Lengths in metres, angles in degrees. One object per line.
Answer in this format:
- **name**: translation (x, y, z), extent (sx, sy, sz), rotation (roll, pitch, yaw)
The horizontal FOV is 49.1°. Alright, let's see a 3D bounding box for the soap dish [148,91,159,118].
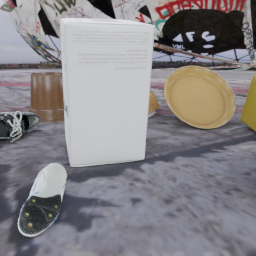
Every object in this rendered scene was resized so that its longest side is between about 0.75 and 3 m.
- **soap dish**: translation (-0.022, -0.845, 10.391), extent (1.761, 0.909, 2.238), rotation (7, 17, 25)

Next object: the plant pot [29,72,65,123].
- **plant pot**: translation (-2.834, -1.176, 10.224), extent (1.667, 1.651, 1.667), rotation (0, 14, 0)

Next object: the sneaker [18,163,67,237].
- **sneaker**: translation (-1.237, 1.062, 4.107), extent (0.504, 0.508, 1.401), rotation (28, 23, -11)

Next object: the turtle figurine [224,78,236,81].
- **turtle figurine**: translation (2.650, -1.230, 10.562), extent (1.879, 1.937, 1.394), rotation (39, -11, 26)

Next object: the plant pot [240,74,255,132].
- **plant pot**: translation (4.460, -0.499, 7.941), extent (1.591, 1.580, 1.627), rotation (-2, 32, -7)

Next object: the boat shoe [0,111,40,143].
- **boat shoe**: translation (-3.124, -0.039, 7.467), extent (0.765, 0.827, 2.239), rotation (-10, 2, 15)

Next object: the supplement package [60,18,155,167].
- **supplement package**: translation (-0.548, -0.821, 6.046), extent (1.653, 2.818, 1.647), rotation (-4, 24, -16)

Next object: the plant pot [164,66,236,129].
- **plant pot**: translation (2.355, -1.011, 9.345), extent (2.455, 2.455, 0.337), rotation (-3, -26, -11)
